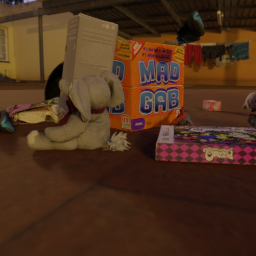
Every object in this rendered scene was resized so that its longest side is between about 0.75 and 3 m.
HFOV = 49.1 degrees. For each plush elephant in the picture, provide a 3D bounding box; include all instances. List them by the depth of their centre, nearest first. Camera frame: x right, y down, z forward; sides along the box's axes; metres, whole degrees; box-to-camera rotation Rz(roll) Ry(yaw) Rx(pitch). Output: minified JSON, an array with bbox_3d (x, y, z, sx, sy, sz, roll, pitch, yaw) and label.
[{"bbox_3d":[-1.003,-0.430,6.328,2.247,1.740,1.850,4,11,26],"label":"plush elephant"}]

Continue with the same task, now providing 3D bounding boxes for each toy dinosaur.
[{"bbox_3d":[1.451,-0.279,7.963,0.704,1.341,1.217,-14,-24,9],"label":"toy dinosaur"}]

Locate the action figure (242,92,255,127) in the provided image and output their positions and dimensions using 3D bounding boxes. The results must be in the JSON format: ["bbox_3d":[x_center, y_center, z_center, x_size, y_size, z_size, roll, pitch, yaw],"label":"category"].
[{"bbox_3d":[4.391,-0.433,7.356,2.570,1.389,2.656,21,13,36],"label":"action figure"}]

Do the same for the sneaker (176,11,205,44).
[{"bbox_3d":[1.533,-2.407,6.999,0.600,0.536,1.465,-19,-5,7],"label":"sneaker"}]

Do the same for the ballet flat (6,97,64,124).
[{"bbox_3d":[-3.005,-0.515,10.002,2.585,0.894,0.920,-12,33,-33],"label":"ballet flat"}]

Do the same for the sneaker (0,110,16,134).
[{"bbox_3d":[-3.772,-0.093,8.139,0.764,0.683,1.866,-24,14,-23],"label":"sneaker"}]

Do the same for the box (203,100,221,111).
[{"bbox_3d":[4.283,-1.155,14.332,0.505,0.484,1.013,-2,10,-10],"label":"box"}]

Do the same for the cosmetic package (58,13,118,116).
[{"bbox_3d":[-1.186,-1.612,7.959,1.233,2.734,1.460,7,9,-26],"label":"cosmetic package"}]

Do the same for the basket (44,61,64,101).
[{"bbox_3d":[-2.673,-1.561,12.325,1.915,2.539,2.816,29,-9,-16],"label":"basket"}]

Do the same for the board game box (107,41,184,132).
[{"bbox_3d":[0.118,-1.485,9.832,2.637,2.638,2.639,-11,14,-44],"label":"board game box"}]

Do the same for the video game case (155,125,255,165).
[{"bbox_3d":[1.813,0.302,6.032,2.333,0.418,2.115,2,10,9],"label":"video game case"}]
